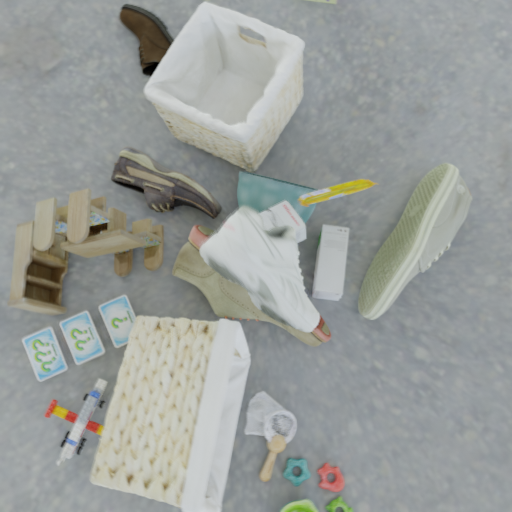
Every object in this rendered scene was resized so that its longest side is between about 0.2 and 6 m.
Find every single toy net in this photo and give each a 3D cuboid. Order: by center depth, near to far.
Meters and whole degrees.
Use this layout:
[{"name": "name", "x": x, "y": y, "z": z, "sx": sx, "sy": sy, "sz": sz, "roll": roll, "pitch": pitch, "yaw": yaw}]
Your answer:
[{"name": "toy net", "x": 0.655, "y": 3.477, "z": 9.459, "sx": 1.352, "sy": 0.498, "sz": 2.576, "roll": -20, "pitch": 75, "yaw": -6}]

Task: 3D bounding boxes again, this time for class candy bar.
[{"name": "candy bar", "x": 1.340, "y": -1.063, "z": 9.243, "sx": 1.374, "sy": 0.343, "sz": 0.152, "roll": -17, "pitch": 115, "yaw": -11}]

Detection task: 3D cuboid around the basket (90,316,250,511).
[{"name": "basket", "x": -1.227, "y": 2.462, "z": 8.824, "sx": 1.716, "sy": 1.885, "sz": 2.781, "roll": 8, "pitch": 64, "yaw": 9}]

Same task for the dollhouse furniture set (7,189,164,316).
[{"name": "dollhouse furniture set", "x": -3.046, "y": 0.082, "z": 9.731, "sx": 2.273, "sy": 1.992, "sz": 1.510, "roll": -11, "pitch": 71, "yaw": 24}]

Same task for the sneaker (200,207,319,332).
[{"name": "sneaker", "x": 0.366, "y": 0.220, "z": 8.514, "sx": 0.987, "sy": 2.534, "sz": 1.259, "roll": 20, "pitch": 71, "yaw": 49}]

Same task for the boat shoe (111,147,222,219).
[{"name": "boat shoe", "x": -1.745, "y": -1.213, "z": 10.715, "sx": 2.359, "sy": 0.879, "sz": 0.865, "roll": 29, "pitch": 85, "yaw": 17}]

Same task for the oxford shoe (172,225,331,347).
[{"name": "oxford shoe", "x": -0.095, "y": 0.751, "z": 10.124, "sx": 3.132, "sy": 1.109, "sz": 1.156, "roll": 37, "pitch": 102, "yaw": 9}]

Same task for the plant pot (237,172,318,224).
[{"name": "plant pot", "x": 0.325, "y": -0.883, "z": 10.314, "sx": 1.542, "sy": 1.542, "sz": 1.033, "roll": 15, "pitch": 99, "yaw": 4}]

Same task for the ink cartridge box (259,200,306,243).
[{"name": "ink cartridge box", "x": 0.281, "y": -0.409, "z": 9.277, "sx": 0.912, "sy": 0.382, "sz": 0.661, "roll": -27, "pitch": 59, "yaw": -10}]

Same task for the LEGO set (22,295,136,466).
[{"name": "LEGO set", "x": -2.712, "y": 2.244, "z": 9.668, "sx": 2.007, "sy": 0.659, "sz": 2.687, "roll": -23, "pitch": 81, "yaw": -9}]

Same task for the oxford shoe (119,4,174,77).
[{"name": "oxford shoe", "x": -2.157, "y": -4.288, "z": 11.533, "sx": 0.966, "sy": 0.832, "sz": 2.289, "roll": -42, "pitch": 78, "yaw": -10}]

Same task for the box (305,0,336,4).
[{"name": "box", "x": 1.265, "y": -5.974, "z": 11.943, "sx": 1.088, "sy": 0.957, "sz": 0.526, "roll": 8, "pitch": 74, "yaw": 3}]

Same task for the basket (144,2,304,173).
[{"name": "basket", "x": -0.479, "y": -3.020, "z": 10.391, "sx": 2.171, "sy": 1.762, "sz": 2.191, "roll": 27, "pitch": 77, "yaw": 16}]

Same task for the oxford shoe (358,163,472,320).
[{"name": "oxford shoe", "x": 2.981, "y": -0.179, "z": 10.234, "sx": 0.959, "sy": 1.248, "sz": 3.320, "roll": 38, "pitch": 76, "yaw": -15}]

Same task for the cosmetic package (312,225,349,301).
[{"name": "cosmetic package", "x": 1.377, "y": 0.139, "z": 10.331, "sx": 0.535, "sy": 0.678, "sz": 1.261, "roll": 9, "pitch": 73, "yaw": 2}]
